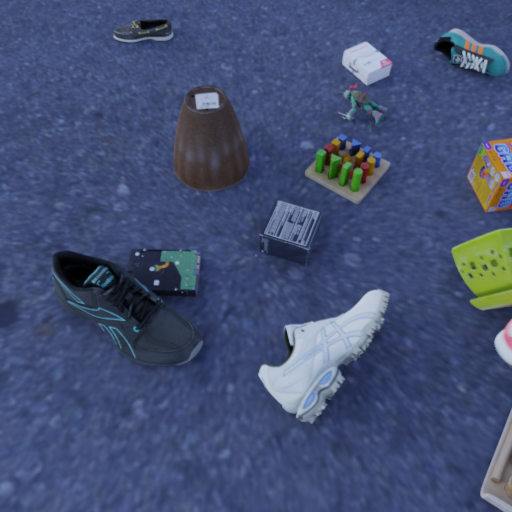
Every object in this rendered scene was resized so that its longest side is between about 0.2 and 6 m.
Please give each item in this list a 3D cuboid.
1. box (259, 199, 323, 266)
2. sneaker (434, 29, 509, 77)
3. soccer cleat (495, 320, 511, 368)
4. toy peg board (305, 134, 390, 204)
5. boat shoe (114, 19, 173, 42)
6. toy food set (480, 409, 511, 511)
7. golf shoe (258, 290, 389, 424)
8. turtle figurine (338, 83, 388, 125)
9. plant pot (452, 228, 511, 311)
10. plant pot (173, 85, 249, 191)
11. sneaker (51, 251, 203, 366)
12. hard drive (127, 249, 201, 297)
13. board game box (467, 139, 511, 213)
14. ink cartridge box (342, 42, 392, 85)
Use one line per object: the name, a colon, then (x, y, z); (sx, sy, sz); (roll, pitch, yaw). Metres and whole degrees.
box: (0.653, -0.442, 10.480); (0.944, 0.587, 0.952); (17, 57, 12)
sneaker: (5.105, -4.751, 13.431); (0.759, 0.678, 1.901); (-33, 56, -17)
soccer cleat: (5.206, 1.265, 8.761); (2.829, 1.035, 0.965); (3, 44, -13)
toy peg board: (1.914, -1.952, 11.488); (1.313, 0.642, 1.307); (32, 62, 20)
boat shoe: (-2.888, -5.764, 14.205); (1.502, 0.452, 0.535); (-4, 56, -3)
toy food set: (4.471, 2.942, 7.981); (1.762, 0.742, 2.456); (29, 55, 18)
golf shoe: (1.123, 1.304, 8.967); (1.281, 1.031, 2.634); (36, 61, 16)
turtle figurine: (2.325, -3.380, 12.539); (1.168, 0.588, 0.874); (31, 61, 13)
plant pot: (4.307, 0.239, 9.453); (1.308, 1.315, 1.193); (-6, 79, -17)
plant pot: (-0.937, -2.453, 11.177); (1.608, 1.721, 1.608); (0, 56, 0)
sneaker: (-2.247, 0.854, 9.267); (2.956, 1.172, 1.115); (24, 57, 14)
hard drive: (-1.680, 0.303, 10.184); (1.295, 0.245, 0.905); (0, 56, 1)
board game box: (4.945, -1.596, 11.024); (0.993, 0.994, 0.993); (-8, 56, -6)
ink cartridge box: (2.651, -4.625, 13.451); (0.717, 0.418, 0.985); (-28, 61, -18)
